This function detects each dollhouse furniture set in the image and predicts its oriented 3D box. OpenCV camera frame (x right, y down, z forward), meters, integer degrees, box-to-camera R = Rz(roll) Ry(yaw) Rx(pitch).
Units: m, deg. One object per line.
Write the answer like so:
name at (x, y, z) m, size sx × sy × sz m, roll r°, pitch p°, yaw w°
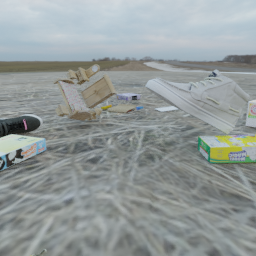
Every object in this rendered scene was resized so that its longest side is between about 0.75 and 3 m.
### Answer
dollhouse furniture set at (-1.641, -1.546, 9.930) m, size 1.278 × 2.232 × 2.617 m, roll -30°, pitch -13°, yaw 18°

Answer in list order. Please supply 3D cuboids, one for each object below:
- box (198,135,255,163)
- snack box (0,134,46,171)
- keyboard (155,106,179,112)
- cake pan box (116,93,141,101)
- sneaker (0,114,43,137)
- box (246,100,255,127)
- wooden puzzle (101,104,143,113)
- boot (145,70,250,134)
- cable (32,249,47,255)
box at (2.740, 0.483, 6.844) m, size 1.819 × 0.440 × 1.067 m, roll -3°, pitch 14°, yaw -1°
snack box at (-2.987, 0.584, 6.550) m, size 1.122 × 0.358 × 1.931 m, roll 6°, pitch 15°, yaw 22°
keyboard at (2.113, -0.919, 13.023) m, size 1.859 × 0.099 × 0.523 m, roll -10°, pitch 17°, yaw -33°
cake pan box at (0.031, -1.807, 16.156) m, size 1.013 × 0.288 × 1.100 m, roll -16°, pitch 21°, yaw -42°
sneaker at (-3.526, -0.012, 8.559) m, size 1.703 × 0.602 × 0.845 m, roll -4°, pitch 16°, yaw 5°
box at (5.023, -0.422, 9.448) m, size 1.730 × 0.877 × 0.973 m, roll 14°, pitch 19°, yaw 43°
wooden puzzle at (-0.273, -0.869, 12.691) m, size 1.708 × 0.200 × 1.152 m, roll 9°, pitch 21°, yaw 33°
boot at (1.807, -0.931, 7.060) m, size 2.665 × 1.274 × 0.980 m, roll 25°, pitch 8°, yaw -21°
cable at (-1.238, 1.711, 2.610) m, size 1.374 × 0.346 × 0.667 m, roll -24°, pitch 43°, yaw -32°
